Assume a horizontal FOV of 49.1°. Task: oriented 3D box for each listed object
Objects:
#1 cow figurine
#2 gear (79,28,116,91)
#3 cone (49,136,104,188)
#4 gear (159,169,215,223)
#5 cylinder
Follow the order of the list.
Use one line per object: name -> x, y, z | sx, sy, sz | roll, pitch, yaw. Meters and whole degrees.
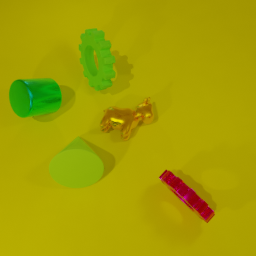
cow figurine -> 0.005, -0.377, 8.223 | 1.460, 0.802, 1.437 | 21, 70, 6
gear -> -0.959, -2.033, 8.411 | 0.329, 1.779, 1.779 | -18, 64, -28
cone -> -1.395, 0.664, 7.756 | 1.397, 1.397, 1.402 | -6, 37, -3
gear -> 1.401, 1.632, 6.773 | 1.517, 1.517, 0.281 | 42, 83, 18
cylinder -> -2.656, -0.889, 8.073 | 1.071, 1.071, 1.071 | 46, 33, 20
